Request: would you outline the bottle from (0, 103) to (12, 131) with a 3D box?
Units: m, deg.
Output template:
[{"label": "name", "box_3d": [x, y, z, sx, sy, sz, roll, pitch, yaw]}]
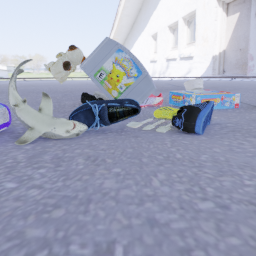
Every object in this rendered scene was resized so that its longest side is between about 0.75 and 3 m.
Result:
[{"label": "bottle", "box_3d": [-4.228, -0.108, 7.578, 1.145, 0.895, 2.740, -1, 12, 3]}]

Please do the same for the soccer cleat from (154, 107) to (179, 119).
[{"label": "soccer cleat", "box_3d": [1.653, -0.539, 10.660, 1.396, 0.451, 0.584, 2, 22, 13]}]

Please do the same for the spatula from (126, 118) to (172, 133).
[{"label": "spatula", "box_3d": [0.912, -0.156, 9.572, 1.377, 0.159, 1.980, 5, 13, 24]}]

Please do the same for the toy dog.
[{"label": "toy dog", "box_3d": [-2.670, -2.856, 12.126, 1.675, 1.169, 1.624, -43, 18, -3]}]

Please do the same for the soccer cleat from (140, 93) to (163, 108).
[{"label": "soccer cleat", "box_3d": [0.968, -1.395, 14.005, 1.748, 0.668, 0.583, -5, 13, -23]}]

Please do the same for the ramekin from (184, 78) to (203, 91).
[{"label": "ramekin", "box_3d": [5.063, -3.232, 21.429, 1.491, 0.694, 1.491, -9, -8, -1]}]

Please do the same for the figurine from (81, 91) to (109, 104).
[{"label": "figurine", "box_3d": [-1.451, -1.477, 14.793, 1.480, 0.653, 1.517, 18, 20, 32]}]

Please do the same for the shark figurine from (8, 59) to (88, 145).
[{"label": "shark figurine", "box_3d": [-2.824, -0.468, 8.119, 1.820, 3.046, 1.271, -37, -13, -23]}]

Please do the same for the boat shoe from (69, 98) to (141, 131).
[{"label": "boat shoe", "box_3d": [-0.705, -0.488, 8.493, 2.249, 0.946, 0.772, -19, 22, -6]}]

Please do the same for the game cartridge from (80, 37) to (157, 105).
[{"label": "game cartridge", "box_3d": [-0.326, -2.021, 10.610, 2.763, 1.842, 0.559, 47, 10, 5]}]

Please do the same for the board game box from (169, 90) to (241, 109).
[{"label": "board game box", "box_3d": [3.796, -1.459, 14.148, 2.560, 0.715, 2.507, -5, 13, -20]}]

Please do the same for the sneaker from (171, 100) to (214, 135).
[{"label": "sneaker", "box_3d": [2.203, -0.467, 9.225, 1.000, 0.900, 2.568, 13, 18, 21]}]
